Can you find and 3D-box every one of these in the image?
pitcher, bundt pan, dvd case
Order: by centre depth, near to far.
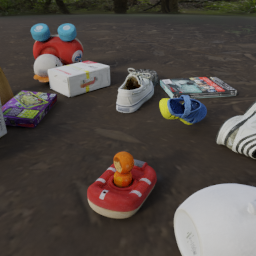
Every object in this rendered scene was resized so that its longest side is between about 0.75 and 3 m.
[{"bbox_3d":[1.895,1.292,4.117,2.141,1.837,1.298,-7,50,-15],"label":"pitcher"},{"bbox_3d":[2.841,-1.700,11.671,2.626,0.289,1.917,-4,27,-9],"label":"dvd case"},{"bbox_3d":[0.704,-2.291,12.563,1.427,0.536,1.427,0,26,0],"label":"bundt pan"}]

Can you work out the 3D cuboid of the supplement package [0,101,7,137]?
[{"bbox_3d":[-4.711,-0.054,6.868,1.617,1.679,2.953,9,27,14],"label":"supplement package"}]

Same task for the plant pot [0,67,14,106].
[{"bbox_3d":[-5.083,-1.710,10.229,1.508,1.618,1.508,1,28,0],"label":"plant pot"}]

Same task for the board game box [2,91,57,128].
[{"bbox_3d":[-3.407,-0.698,9.502,1.372,0.369,2.286,10,28,0],"label":"board game box"}]

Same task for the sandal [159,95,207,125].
[{"bbox_3d":[1.792,-0.541,8.099,1.899,0.755,0.827,0,-13,-45],"label":"sandal"}]

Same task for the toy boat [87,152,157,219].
[{"bbox_3d":[-0.104,0.964,5.536,1.067,1.069,1.635,13,30,24],"label":"toy boat"}]

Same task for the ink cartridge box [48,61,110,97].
[{"bbox_3d":[-2.044,-2.127,11.820,2.137,0.891,1.551,-24,35,-38],"label":"ink cartridge box"}]

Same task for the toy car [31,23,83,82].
[{"bbox_3d":[-3.276,-2.924,12.655,2.305,2.402,2.606,1,56,2],"label":"toy car"}]

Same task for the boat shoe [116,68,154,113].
[{"bbox_3d":[0.277,-1.659,10.529,1.064,1.228,2.880,11,29,20],"label":"boat shoe"}]

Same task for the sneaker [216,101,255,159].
[{"bbox_3d":[3.810,0.102,7.618,2.715,1.025,1.562,-27,46,-29],"label":"sneaker"}]
